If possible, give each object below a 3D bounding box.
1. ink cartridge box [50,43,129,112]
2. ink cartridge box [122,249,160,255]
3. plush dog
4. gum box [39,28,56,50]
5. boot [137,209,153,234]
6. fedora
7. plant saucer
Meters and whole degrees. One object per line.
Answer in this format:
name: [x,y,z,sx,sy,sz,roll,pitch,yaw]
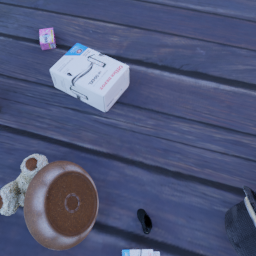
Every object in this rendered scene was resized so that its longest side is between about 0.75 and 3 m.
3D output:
ink cartridge box: [-1.365,-1.918,10.469,2.402,1.013,1.754,26,60,16]
ink cartridge box: [0.356,3.499,7.304,1.019,0.340,0.590,-1,57,-1]
plush dog: [-2.426,1.852,7.992,1.676,1.566,1.952,41,94,8]
gum box: [-3.494,-3.898,12.170,0.598,0.349,1.054,-11,57,-6]
boot: [0.465,2.530,7.760,0.292,0.646,0.789,-12,57,-8]
fedora: [3.178,2.701,7.182,1.068,2.339,2.339,-31,56,19]
plant saucer: [-1.539,1.955,7.269,0.417,2.277,2.277,-16,45,42]
